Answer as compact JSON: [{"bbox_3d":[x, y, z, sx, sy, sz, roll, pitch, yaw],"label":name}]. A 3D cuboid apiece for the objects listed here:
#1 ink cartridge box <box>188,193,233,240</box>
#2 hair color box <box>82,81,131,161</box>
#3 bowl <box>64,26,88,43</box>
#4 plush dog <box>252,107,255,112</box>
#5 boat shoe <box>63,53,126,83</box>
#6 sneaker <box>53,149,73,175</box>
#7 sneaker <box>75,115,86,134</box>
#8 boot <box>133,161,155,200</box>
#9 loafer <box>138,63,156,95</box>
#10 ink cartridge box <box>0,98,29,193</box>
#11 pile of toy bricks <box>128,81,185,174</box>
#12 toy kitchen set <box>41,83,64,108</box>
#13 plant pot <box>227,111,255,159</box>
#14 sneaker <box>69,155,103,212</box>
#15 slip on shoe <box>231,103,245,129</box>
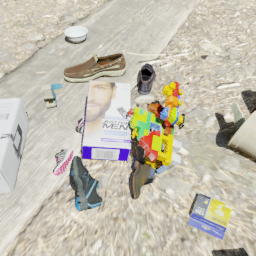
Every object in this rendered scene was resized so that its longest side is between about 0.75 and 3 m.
[{"bbox_3d":[2.072,2.184,7.032,0.896,0.213,0.907,20,47,18],"label":"ink cartridge box"},{"bbox_3d":[-0.629,-0.279,8.690,1.376,0.816,2.517,4,53,-6],"label":"hair color box"},{"bbox_3d":[-2.437,-4.388,13.354,1.121,0.504,1.121,0,46,0],"label":"bowl"},{"bbox_3d":[5.431,-0.616,9.136,1.935,1.808,2.253,10,73,-10],"label":"plush dog"},{"bbox_3d":[-1.339,-2.528,11.185,2.557,0.946,0.944,-13,46,-12],"label":"boat shoe"},{"bbox_3d":[-1.971,0.966,8.136,0.436,0.368,0.997,12,42,13],"label":"sneaker"},{"bbox_3d":[-1.427,-0.254,9.313,0.459,0.427,1.063,8,42,16],"label":"sneaker"},{"bbox_3d":[0.449,1.393,7.629,0.611,0.471,1.262,2,43,5],"label":"boot"},{"bbox_3d":[0.760,-2.075,10.990,0.668,0.586,1.859,6,45,5],"label":"loafer"},{"bbox_3d":[-4.186,0.478,8.033,2.025,1.163,2.788,-3,45,-3],"label":"ink cartridge box"},{"bbox_3d":[0.650,-0.137,8.097,1.432,1.610,2.901,21,53,-13],"label":"pile of toy bricks"},{"bbox_3d":[-2.706,-1.413,10.074,0.700,0.951,1.188,-13,47,-11],"label":"toy kitchen set"},{"bbox_3d":[3.826,0.359,8.218,1.198,1.309,1.309,40,56,20],"label":"plant pot"},{"bbox_3d":[-1.174,1.467,7.571,0.682,0.609,1.665,-1,48,-24],"label":"sneaker"},{"bbox_3d":[3.437,-0.355,8.637,0.296,0.358,0.966,24,46,-29],"label":"slip on shoe"}]
